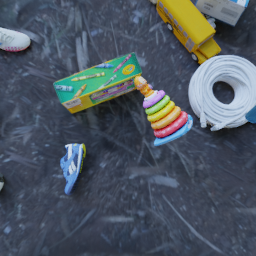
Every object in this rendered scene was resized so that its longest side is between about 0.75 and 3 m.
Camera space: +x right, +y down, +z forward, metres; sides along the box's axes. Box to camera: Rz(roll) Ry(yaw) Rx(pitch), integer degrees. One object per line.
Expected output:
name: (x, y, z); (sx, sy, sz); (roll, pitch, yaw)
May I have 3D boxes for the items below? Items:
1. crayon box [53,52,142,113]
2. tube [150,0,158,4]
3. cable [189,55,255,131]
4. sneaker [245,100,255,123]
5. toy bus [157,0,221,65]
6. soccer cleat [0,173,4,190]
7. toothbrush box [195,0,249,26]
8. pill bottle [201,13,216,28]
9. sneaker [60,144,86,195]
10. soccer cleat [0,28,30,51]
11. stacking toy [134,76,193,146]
crayon box: (-0.892, -1.387, 9.050); (2.612, 1.551, 0.761); (-22, 83, -3)
tube: (1.824, -5.639, 10.079); (2.831, 0.735, 0.821); (-42, 123, -10)
cable: (3.259, -1.191, 9.387); (2.410, 0.834, 2.409); (-13, 83, -3)
sneaker: (3.382, -0.650, 6.805); (0.488, 1.275, 0.515); (39, 54, -1)
toy bus: (2.109, -3.467, 9.585); (0.852, 1.024, 2.617); (-37, 84, -5)
soccer cleat: (-5.204, 1.487, 9.022); (2.379, 0.831, 1.027); (29, 81, 3)
toothbrush box: (3.356, -4.737, 9.542); (1.547, 0.901, 2.112); (23, 66, 3)
pill bottle: (2.802, -3.899, 9.936); (0.455, 0.455, 0.819); (-18, 83, -2)
sneaker: (-1.873, 1.321, 9.184); (0.703, 0.632, 1.709); (9, 75, 2)
soccer cleat: (-4.441, -3.117, 9.626); (1.996, 0.862, 0.697); (6, 82, 0)
stacking toy: (0.733, -0.547, 6.928); (0.974, 1.030, 1.775); (-27, 105, 34)
